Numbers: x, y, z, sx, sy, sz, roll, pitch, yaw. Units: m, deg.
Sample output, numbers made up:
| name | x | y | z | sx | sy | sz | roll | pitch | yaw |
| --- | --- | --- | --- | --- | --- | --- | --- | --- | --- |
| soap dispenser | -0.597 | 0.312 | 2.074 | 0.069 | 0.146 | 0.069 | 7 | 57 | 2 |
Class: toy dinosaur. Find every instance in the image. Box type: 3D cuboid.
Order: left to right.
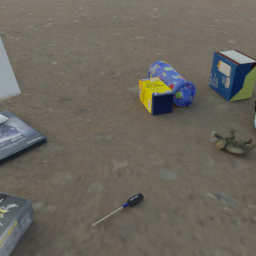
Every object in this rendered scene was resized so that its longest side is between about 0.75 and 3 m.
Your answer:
| name | x | y | z | sx | sy | sz | roll | pitch | yaw |
| --- | --- | --- | --- | --- | --- | --- | --- | --- | --- |
| toy dinosaur | 3.312 | 0.542 | 8.619 | 1.546 | 0.595 | 0.791 | 28 | 53 | 27 |

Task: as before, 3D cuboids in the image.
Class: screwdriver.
| name | x | y | z | sx | sy | sz | roll | pitch | yaw |
| --- | --- | --- | --- | --- | --- | --- | --- | --- | --- |
| screwdriver | -0.228 | 1.914 | 6.656 | 1.474 | 0.206 | 0.215 | -18 | 65 | -30 |

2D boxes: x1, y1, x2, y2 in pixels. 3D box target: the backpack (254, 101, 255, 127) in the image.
| name | x | y | z | sx | sy | sz | roll | pitch | yaw |
| --- | --- | --- | --- | --- | --- | --- | --- | --- | --- |
| backpack | 5.298 | -0.525 | 9.286 | 2.037 | 1.501 | 2.231 | 14 | 37 | 19 |

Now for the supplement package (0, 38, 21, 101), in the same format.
| name | x | y | z | sx | sy | sz | roll | pitch | yaw |
| --- | --- | --- | --- | --- | --- | --- | --- | --- | --- |
| supplement package | -3.100 | -1.329 | 5.096 | 1.217 | 2.008 | 1.202 | -11 | 12 | 36 |

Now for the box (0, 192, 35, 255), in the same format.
| name | x | y | z | sx | sy | sz | roll | pitch | yaw |
| --- | --- | --- | --- | --- | --- | --- | --- | --- | --- |
| box | -3.634 | 2.406 | 5.445 | 2.301 | 0.702 | 2.905 | 9 | 34 | 14 |

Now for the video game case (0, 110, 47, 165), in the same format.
| name | x | y | z | sx | sy | sz | roll | pitch | yaw |
| --- | --- | --- | --- | --- | --- | --- | --- | --- | --- |
| video game case | -4.198 | 0.247 | 9.235 | 2.629 | 0.249 | 1.878 | 28 | 42 | 35 |

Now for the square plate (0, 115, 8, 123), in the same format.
| name | x | y | z | sx | sy | sz | roll | pitch | yaw |
| --- | --- | --- | --- | --- | --- | --- | --- | --- | --- |
| square plate | -5.258 | -0.194 | 9.615 | 1.687 | 0.240 | 1.671 | 19 | 43 | 39 |

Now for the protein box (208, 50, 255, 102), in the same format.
| name | x | y | z | sx | sy | sz | roll | pitch | yaw |
| --- | --- | --- | --- | --- | --- | --- | --- | --- | --- |
| protein box | 4.381 | -2.237 | 11.783 | 1.102 | 1.621 | 1.633 | -9 | 34 | -14 |

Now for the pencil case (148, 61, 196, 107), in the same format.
| name | x | y | z | sx | sy | sz | roll | pitch | yaw |
| --- | --- | --- | --- | --- | --- | --- | --- | --- | --- |
| pencil case | 1.836 | -1.928 | 11.814 | 1.192 | 1.071 | 2.744 | -11 | 34 | -16 |

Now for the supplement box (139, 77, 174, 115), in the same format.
| name | x | y | z | sx | sy | sz | roll | pitch | yaw |
| --- | --- | --- | --- | --- | --- | --- | --- | --- | --- |
| supplement box | 1.070 | -1.282 | 11.008 | 0.857 | 0.862 | 1.575 | -10 | 34 | -15 |
